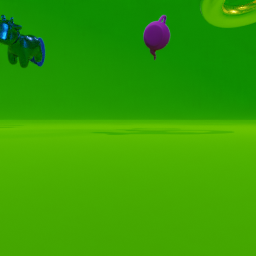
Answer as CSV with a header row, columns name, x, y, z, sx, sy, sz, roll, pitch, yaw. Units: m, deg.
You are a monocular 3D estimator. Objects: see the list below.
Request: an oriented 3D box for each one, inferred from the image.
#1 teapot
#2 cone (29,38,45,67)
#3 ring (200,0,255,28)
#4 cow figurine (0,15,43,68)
name,x,y,z,sx,sy,sz,roll,pitch,yaw
teapot,1.151,-3.471,10.810,1.067,1.716,0.840,26,22,27
cone,-3.337,-2.524,9.212,0.926,0.922,0.922,5,2,2
ring,1.994,-2.130,4.240,1.811,0.362,1.811,-13,-11,-3
cow figurine,-2.605,-2.111,6.778,0.686,1.229,1.249,20,34,17
